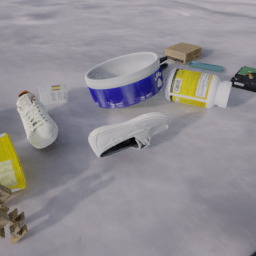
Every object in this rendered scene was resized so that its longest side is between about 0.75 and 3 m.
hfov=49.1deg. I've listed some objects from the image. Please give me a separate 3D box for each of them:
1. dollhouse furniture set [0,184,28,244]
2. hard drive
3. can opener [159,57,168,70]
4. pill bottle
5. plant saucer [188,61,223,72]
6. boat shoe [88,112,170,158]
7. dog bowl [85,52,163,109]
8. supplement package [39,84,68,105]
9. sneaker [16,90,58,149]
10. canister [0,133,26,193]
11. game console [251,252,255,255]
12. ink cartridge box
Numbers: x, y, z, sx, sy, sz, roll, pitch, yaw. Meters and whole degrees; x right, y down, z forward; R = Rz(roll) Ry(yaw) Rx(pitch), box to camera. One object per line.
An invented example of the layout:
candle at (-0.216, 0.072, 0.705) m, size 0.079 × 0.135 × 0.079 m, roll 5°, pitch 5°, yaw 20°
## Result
dollhouse furniture set at (-3.022, 1.956, 6.192) m, size 0.845 × 1.115 × 1.272 m, roll -42°, pitch 40°, yaw 2°
hard drive at (5.700, -2.256, 12.889) m, size 1.443 × 0.391 × 2.065 m, roll 20°, pitch 40°, yaw 27°
can opener at (1.370, -3.033, 13.689) m, size 0.968 × 0.781 × 2.463 m, roll 20°, pitch 39°, yaw 28°
pill bottle at (2.760, -1.517, 10.985) m, size 2.340 × 1.315 × 1.315 m, roll 15°, pitch 37°, yaw 18°
plant saucer at (4.001, -3.165, 14.443) m, size 1.711 × 0.162 × 0.598 m, roll 16°, pitch 37°, yaw 23°
boat shoe at (0.202, 0.260, 8.776) m, size 2.784 × 1.002 × 0.954 m, roll -11°, pitch 54°, yaw -24°
dog bowl at (-0.130, -1.943, 11.085) m, size 2.960 × 1.166 × 2.960 m, roll -13°, pitch 27°, yaw 7°
supplement package at (-3.018, -1.367, 11.407) m, size 1.064 × 0.583 × 0.605 m, roll -8°, pitch 35°, yaw -12°
sneaker at (-3.149, -0.369, 9.144) m, size 1.014 × 1.179 × 2.784 m, roll -36°, pitch 40°, yaw -7°
canister at (-4.201, 1.210, 7.139) m, size 2.669 × 1.155 × 1.982 m, roll -17°, pitch 38°, yaw -26°
game console at (3.721, 2.885, 5.372) m, size 2.322 × 0.360 × 2.054 m, roll -18°, pitch 38°, yaw -25°
ink cartridge box at (3.038, -4.149, 15.457) m, size 1.372 × 0.626 × 1.666 m, roll 27°, pitch 43°, yaw 35°
